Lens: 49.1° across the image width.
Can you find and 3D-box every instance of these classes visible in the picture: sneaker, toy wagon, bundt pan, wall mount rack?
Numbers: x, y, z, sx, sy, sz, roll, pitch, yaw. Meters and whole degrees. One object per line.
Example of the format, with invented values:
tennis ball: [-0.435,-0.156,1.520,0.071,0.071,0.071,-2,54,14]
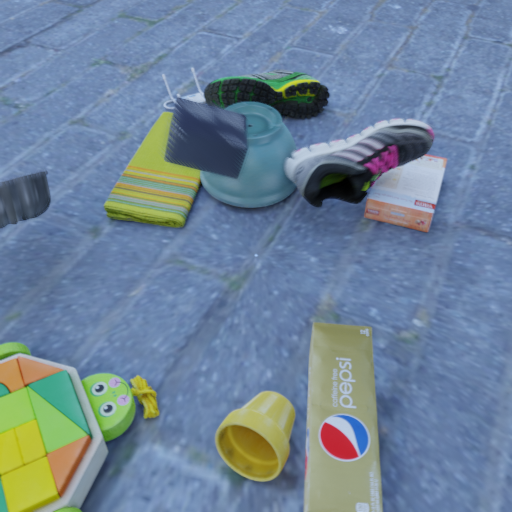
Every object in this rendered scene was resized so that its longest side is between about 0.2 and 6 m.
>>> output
sneaker: [1.841,-1.484,9.558,2.577,0.950,1.127,-15,54,3]
toy wagon: [-2.926,2.223,6.731,3.539,0.700,2.746,-22,49,-20]
bundt pan: [-3.866,-0.744,8.446,1.676,0.629,1.676,-17,12,4]
sneaker: [0.161,-3.562,12.447,2.742,1.070,1.168,-4,36,-18]
wall mount rack: [-1.609,-3.851,12.986,1.269,0.473,1.103,-19,48,-19]

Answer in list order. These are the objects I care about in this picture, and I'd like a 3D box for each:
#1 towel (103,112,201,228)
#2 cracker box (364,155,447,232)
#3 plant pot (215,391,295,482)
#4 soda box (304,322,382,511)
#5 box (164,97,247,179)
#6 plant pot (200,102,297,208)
towel: [-1.686,-1.801,11.103,1.477,0.310,3.432,12,45,4]
cracker box: [2.782,-1.265,10.369,1.167,0.503,1.742,16,46,15]
plant pot: [0.071,2.111,6.804,0.873,0.873,0.821,20,34,19]
soda box: [1.019,2.038,6.808,0.804,0.850,2.510,4,45,4]
box: [-0.637,-1.510,7.159,0.951,0.495,0.866,13,38,-12]
plant pot: [-0.118,-1.991,10.286,1.900,1.273,1.900,0,48,0]
